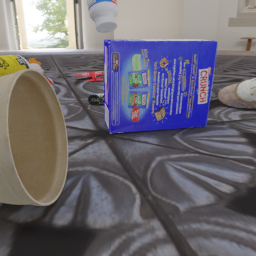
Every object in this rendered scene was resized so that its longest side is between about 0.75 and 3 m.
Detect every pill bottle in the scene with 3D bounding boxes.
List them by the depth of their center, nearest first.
[{"bbox_3d":[-4.831,-1.607,9.615,1.625,1.625,2.900,10,21,28],"label":"pill bottle"},{"bbox_3d":[-0.909,-4.370,9.823,1.039,1.851,1.039,-12,-7,-1],"label":"pill bottle"}]

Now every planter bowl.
[{"bbox_3d":[-1.811,0.198,4.089,1.292,1.920,1.920,-7,18,8],"label":"planter bowl"}]

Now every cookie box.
[{"bbox_3d":[0.751,-1.101,7.171,2.639,2.258,0.992,-3,23,-12],"label":"cookie box"}]

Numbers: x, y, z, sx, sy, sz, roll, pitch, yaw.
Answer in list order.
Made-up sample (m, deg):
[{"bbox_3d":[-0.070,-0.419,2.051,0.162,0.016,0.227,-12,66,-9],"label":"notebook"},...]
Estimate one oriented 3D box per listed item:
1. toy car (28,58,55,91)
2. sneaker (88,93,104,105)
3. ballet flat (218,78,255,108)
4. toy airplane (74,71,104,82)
[{"bbox_3d":[-3.716,-2.139,11.517,1.259,1.424,1.312,-9,21,-24],"label":"toy car"},{"bbox_3d":[-0.747,-1.046,9.806,1.247,0.481,0.531,6,15,16],"label":"sneaker"},{"bbox_3d":[4.427,-1.159,8.927,2.950,1.004,0.992,5,-24,17],"label":"ballet flat"},{"bbox_3d":[-1.865,-2.802,15.131,1.967,0.362,1.967,-3,20,1],"label":"toy airplane"}]
